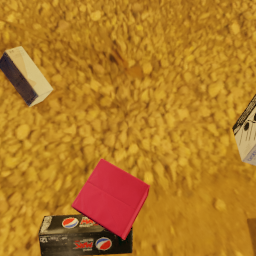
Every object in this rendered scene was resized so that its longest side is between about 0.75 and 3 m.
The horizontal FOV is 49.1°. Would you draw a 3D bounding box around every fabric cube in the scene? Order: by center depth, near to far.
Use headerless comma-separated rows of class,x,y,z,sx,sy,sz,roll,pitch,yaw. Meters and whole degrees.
fabric cube,-0.266,1.311,5.094,1.002,0.986,1.005,26,69,13

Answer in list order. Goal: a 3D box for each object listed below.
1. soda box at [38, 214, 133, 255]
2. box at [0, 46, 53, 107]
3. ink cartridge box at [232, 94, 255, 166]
soda box,-0.880,2.309,6.078,1.950,0.618,0.690,-1,112,-4
box,-2.317,-1.152,6.328,1.209,0.574,0.470,53,40,-4
ink cartridge box,3.281,-0.554,5.988,0.607,2.746,1.291,18,37,-6
